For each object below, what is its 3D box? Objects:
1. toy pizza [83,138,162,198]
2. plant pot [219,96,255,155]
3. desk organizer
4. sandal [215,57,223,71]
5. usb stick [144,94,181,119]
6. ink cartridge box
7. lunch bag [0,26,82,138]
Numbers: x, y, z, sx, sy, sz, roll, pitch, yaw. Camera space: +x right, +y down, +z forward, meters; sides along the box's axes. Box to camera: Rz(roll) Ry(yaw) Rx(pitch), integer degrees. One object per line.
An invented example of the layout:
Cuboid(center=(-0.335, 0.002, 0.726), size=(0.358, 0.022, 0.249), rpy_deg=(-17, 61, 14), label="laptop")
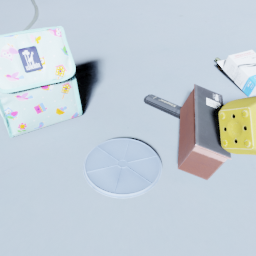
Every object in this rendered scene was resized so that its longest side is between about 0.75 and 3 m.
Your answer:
Cuboid(center=(-0.146, 1.064, 7.527), size=(2.103, 0.333, 2.103), rpy_deg=(1, 40, -1), label="toy pizza")
Cuboid(center=(2.899, -0.040, 6.250), size=(1.500, 1.457, 1.466), rpy_deg=(-6, 1, -28), label="plant pot")
Cuboid(center=(2.055, 0.029, 7.853), size=(0.959, 1.030, 2.675), rpy_deg=(21, 42, -6), label="desk organizer")
Cuboid(center=(3.942, -2.596, 11.854), size=(0.315, 0.438, 1.103), rpy_deg=(-31, 40, 8), label="sandal")
Cuboid(center=(1.397, -0.709, 9.633), size=(1.869, 0.305, 0.518), rpy_deg=(27, 48, 29), label="usb stick")
Cuboid(center=(4.591, -2.281, 10.828), size=(1.220, 0.714, 2.103), rpy_deg=(-17, 56, -19), label="ink cartridge box")
Cuboid(center=(-2.899, -1.495, 8.515), size=(2.510, 2.947, 1.797), rpy_deg=(-19, 43, -22), label="lunch bag")
